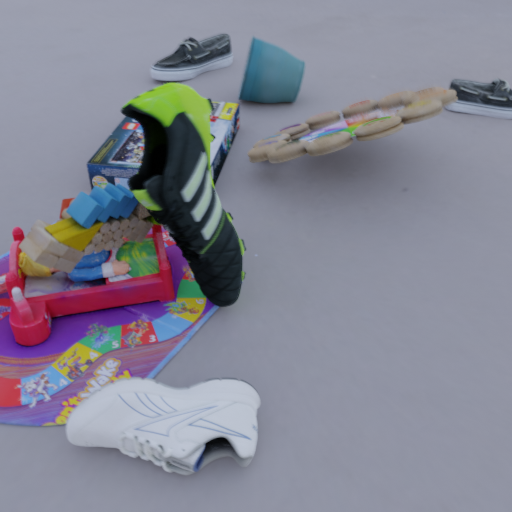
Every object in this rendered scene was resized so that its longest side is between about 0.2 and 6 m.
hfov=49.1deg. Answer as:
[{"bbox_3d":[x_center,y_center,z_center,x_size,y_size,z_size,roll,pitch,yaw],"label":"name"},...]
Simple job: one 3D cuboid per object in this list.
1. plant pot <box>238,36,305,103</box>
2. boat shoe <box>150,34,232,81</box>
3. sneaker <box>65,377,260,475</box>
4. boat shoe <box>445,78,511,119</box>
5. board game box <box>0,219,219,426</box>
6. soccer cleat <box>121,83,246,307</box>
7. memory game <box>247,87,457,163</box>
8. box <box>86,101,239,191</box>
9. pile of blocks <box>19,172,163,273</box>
[{"bbox_3d":[0.405,-4.445,13.831,1.427,1.519,1.519,13,37,-7],"label":"plant pot"},{"bbox_3d":[-1.824,-5.622,15.652,0.982,0.966,2.725,31,47,34],"label":"boat shoe"},{"bbox_3d":[-0.985,1.858,6.032,2.127,0.792,0.926,-4,42,-4],"label":"sneaker"},{"bbox_3d":[5.725,-3.818,13.416,2.269,0.805,0.818,5,38,6],"label":"boat shoe"},{"bbox_3d":[-2.488,0.219,8.033,3.710,0.914,4.696,20,42,24],"label":"board game box"},{"bbox_3d":[-0.966,-0.647,7.379,1.044,3.094,1.254,7,26,45],"label":"soccer cleat"},{"bbox_3d":[1.786,-2.596,10.909,4.078,0.260,4.078,-17,18,6],"label":"memory game"},{"bbox_3d":[-1.747,-2.332,11.598,2.294,0.633,3.359,6,38,7],"label":"box"},{"bbox_3d":[-2.028,-0.774,7.908,0.934,1.234,3.005,35,37,24],"label":"pile of blocks"}]
